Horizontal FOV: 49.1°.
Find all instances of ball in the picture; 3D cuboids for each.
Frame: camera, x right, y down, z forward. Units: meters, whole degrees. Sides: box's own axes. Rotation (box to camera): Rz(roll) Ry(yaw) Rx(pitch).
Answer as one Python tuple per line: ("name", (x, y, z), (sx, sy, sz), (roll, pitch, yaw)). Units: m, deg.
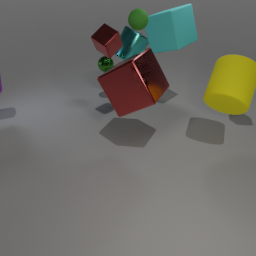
("ball", (-0.968, -2.785, 12.231), (0.700, 0.700, 0.700), (0, 31, 0))
("ball", (0.352, -3.681, 9.504), (0.700, 0.700, 0.700), (0, 31, 0))

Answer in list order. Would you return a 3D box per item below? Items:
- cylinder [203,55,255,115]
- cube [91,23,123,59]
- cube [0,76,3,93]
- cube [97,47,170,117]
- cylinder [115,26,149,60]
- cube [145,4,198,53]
("cylinder", (3.277, -1.344, 8.875), (1.400, 1.400, 1.400), (17, 75, 25))
("cube", (-0.706, -2.942, 9.495), (0.700, 0.700, 0.700), (38, 79, 22))
("cube", (-5.198, -1.730, 10.592), (0.700, 0.700, 0.700), (-10, 26, -26))
("cube", (0.202, -1.400, 8.614), (1.400, 1.400, 1.400), (-18, 19, 36))
("cylinder", (0.153, -4.044, 13.744), (1.400, 1.400, 1.400), (27, 20, -11))
("cube", (1.670, -3.858, 10.952), (1.400, 1.400, 1.400), (7, 32, 46))
